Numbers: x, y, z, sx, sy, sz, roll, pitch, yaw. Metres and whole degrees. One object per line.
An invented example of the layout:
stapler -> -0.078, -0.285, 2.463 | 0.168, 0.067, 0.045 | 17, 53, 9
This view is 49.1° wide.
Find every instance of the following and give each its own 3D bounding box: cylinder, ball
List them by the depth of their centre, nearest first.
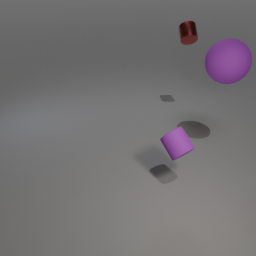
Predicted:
cylinder -> 1.353, 0.434, 7.702 | 0.700, 0.700, 0.700 | -21, 75, -33
ball -> 3.143, -2.090, 8.812 | 1.400, 1.400, 1.400 | 0, 29, 0
cylinder -> 2.471, -3.903, 11.504 | 0.700, 0.700, 0.700 | -3, 73, -5
